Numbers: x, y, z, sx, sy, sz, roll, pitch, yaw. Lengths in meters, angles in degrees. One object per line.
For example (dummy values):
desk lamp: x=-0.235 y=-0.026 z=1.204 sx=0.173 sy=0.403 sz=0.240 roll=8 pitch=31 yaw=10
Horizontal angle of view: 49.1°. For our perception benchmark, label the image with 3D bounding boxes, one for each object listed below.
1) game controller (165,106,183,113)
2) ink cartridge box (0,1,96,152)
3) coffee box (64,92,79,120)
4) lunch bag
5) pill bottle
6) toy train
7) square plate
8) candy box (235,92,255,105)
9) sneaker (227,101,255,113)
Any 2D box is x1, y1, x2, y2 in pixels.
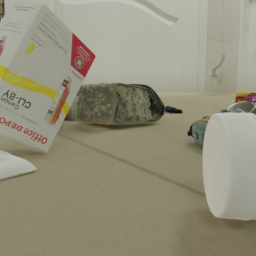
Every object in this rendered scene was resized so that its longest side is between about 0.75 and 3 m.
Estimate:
game controller: x=2.047 y=-0.815 z=12.834 sx=0.690 sy=0.279 sz=1.324 roll=14 pitch=8 yaw=-6
ink cartridge box: x=-1.698 y=-0.817 z=4.906 sx=0.885 sy=2.122 sz=1.540 roll=20 pitch=-10 yaw=33
coffee box: x=-2.408 y=-0.903 z=10.391 sx=2.704 sy=1.079 sz=1.528 roll=0 pitch=10 yaw=-2
lunch bag: x=-0.167 y=-0.757 z=8.885 sx=2.255 sy=1.326 sz=1.850 roll=0 pitch=5 yaw=-44
pill bottle: x=1.714 y=0.327 z=2.431 sx=1.930 sy=1.103 sz=1.103 roll=1 pitch=9 yaw=3
toy train: x=1.860 y=0.089 z=5.380 sx=1.021 sy=0.764 sz=1.792 roll=-11 pitch=11 yaw=-11
square plate: x=-2.508 y=0.522 z=3.987 sx=1.755 sy=0.250 sz=1.738 roll=8 pitch=12 yaw=42
candy box: x=5.516 y=-1.089 z=12.200 sx=0.447 sy=0.924 sz=1.583 roll=-8 pitch=12 yaw=-42
sneaker: x=3.642 y=-0.370 z=8.561 sx=2.156 sy=0.758 sz=0.864 roll=2 pitch=-2 yaw=-35
